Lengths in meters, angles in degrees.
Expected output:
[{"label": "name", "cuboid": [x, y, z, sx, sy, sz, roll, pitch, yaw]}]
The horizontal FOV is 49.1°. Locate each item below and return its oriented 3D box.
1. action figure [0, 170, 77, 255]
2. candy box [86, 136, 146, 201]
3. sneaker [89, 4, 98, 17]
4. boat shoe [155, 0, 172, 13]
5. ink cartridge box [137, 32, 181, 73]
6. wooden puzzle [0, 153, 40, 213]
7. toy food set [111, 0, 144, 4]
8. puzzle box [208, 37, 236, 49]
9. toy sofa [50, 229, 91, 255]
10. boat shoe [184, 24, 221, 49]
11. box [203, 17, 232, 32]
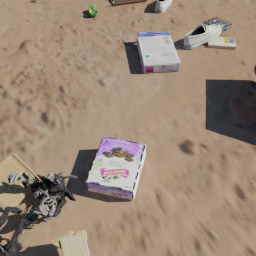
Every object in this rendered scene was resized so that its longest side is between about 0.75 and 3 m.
[{"label": "action figure", "cuboid": [-1.766, 1.389, 5.272, 1.140, 0.978, 1.917, 27, 56, 21]}, {"label": "candy box", "cuboid": [-0.223, 0.848, 6.080, 1.020, 0.435, 1.216, 10, 51, 10]}, {"label": "sneaker", "cuboid": [-1.417, -4.839, 11.590, 0.348, 0.319, 0.817, 4, 56, -6]}, {"label": "boat shoe", "cuboid": [1.523, -5.518, 12.030, 0.571, 0.521, 1.586, 18, 49, 16]}, {"label": "ink cartridge box", "cuboid": [0.962, -2.574, 9.367, 1.170, 0.412, 1.961, -4, 50, -4]}, {"label": "wooden puzzle", "cuboid": [-2.436, 1.129, 5.785, 0.855, 0.214, 0.923, 49, 57, -13]}, {"label": "toy food set", "cuboid": [-0.140, -6.384, 12.728, 1.618, 0.681, 2.254, -14, 48, -13]}, {"label": "puzzle box", "cuboid": [3.336, -3.045, 9.995, 0.955, 0.121, 0.635, 7, 47, 6]}, {"label": "toy sofa", "cuboid": [-0.791, 2.323, 4.505, 0.602, 0.511, 1.234, -18, 58, -9]}, {"label": "boat shoe", "cuboid": [2.645, -3.386, 9.897, 1.669, 0.548, 0.600, -28, 47, -14]}, {"label": "box", "cuboid": [3.435, -3.973, 10.813, 0.794, 0.197, 0.788, -28, 53, -24]}]
